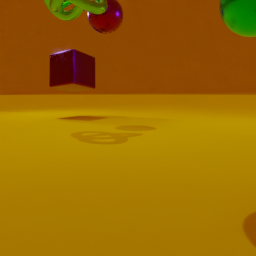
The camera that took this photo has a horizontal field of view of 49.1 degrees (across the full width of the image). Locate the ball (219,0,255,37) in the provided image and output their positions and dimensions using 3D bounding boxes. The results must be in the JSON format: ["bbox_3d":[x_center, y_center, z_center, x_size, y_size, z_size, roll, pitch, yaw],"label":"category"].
[{"bbox_3d":[1.899,-1.896,4.178,1.029,1.029,1.029,0,7,0],"label":"ball"}]

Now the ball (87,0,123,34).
[{"bbox_3d":[-0.722,-3.597,8.926,1.139,1.139,1.139,0,7,0],"label":"ball"}]

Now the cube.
[{"bbox_3d":[-2.252,-2.288,11.433,1.340,1.340,1.340,-3,-4,32],"label":"cube"}]

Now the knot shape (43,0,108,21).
[{"bbox_3d":[-1.481,-3.408,7.334,1.787,0.826,1.672,-2,9,4],"label":"knot shape"}]
